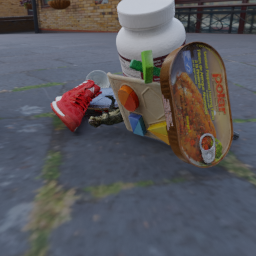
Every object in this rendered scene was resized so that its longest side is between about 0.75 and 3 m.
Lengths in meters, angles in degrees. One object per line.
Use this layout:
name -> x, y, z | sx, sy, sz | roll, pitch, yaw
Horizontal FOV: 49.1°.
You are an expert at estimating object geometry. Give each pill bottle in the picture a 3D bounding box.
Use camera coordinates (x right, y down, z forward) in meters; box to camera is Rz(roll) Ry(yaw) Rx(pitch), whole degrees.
pill bottle -> 0.636, -1.666, 6.933 | 1.636, 2.896, 1.636 | -7, 44, 7

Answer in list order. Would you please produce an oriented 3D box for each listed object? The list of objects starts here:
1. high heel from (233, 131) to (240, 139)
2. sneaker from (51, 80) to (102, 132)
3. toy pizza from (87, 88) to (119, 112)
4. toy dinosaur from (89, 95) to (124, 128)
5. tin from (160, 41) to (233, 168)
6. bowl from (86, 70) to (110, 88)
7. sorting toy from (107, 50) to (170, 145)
high heel -> 2.153, -0.109, 6.662 | 0.676, 0.339, 0.949 | 21, 18, -30
sneaker -> -1.260, -0.748, 7.249 | 1.227, 0.832, 2.125 | -38, 28, 1
toy pizza -> -0.681, -0.879, 8.835 | 2.018, 0.320, 2.018 | -2, 22, 1
toy dinosaur -> -0.207, -0.422, 6.887 | 1.752, 0.772, 0.416 | -4, 7, -29
tin -> 1.184, -0.370, 4.772 | 1.174, 2.097, 0.439 | -13, 9, -19
bowl -> -1.100, -1.698, 10.141 | 0.874, 0.874, 0.393 | -3, 24, -8
sorting toy -> 0.264, -0.561, 5.602 | 1.788, 2.419, 0.356 | 22, 57, 36
